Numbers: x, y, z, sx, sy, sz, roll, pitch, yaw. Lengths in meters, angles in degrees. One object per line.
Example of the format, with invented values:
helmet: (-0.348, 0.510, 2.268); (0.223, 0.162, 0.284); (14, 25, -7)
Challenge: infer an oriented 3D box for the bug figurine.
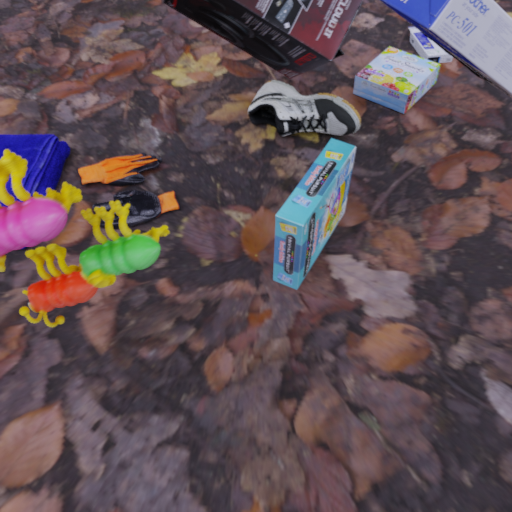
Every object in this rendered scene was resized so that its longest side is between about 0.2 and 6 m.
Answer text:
bug figurine: (-2.229, -0.003, 5.403); (2.233, 2.880, 0.741); (-17, 68, 24)

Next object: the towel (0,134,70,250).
towel: (-4.609, -1.281, 10.016); (1.920, 0.644, 2.601); (4, 50, 2)

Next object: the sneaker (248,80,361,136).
sneaker: (0.903, -2.716, 11.204); (2.358, 0.892, 1.034); (22, 60, 29)

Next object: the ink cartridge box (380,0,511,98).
ink cartridge box: (2.759, -2.816, 7.131); (2.950, 0.652, 1.387); (11, 34, -42)

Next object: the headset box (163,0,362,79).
headset box: (0.125, -4.070, 9.108); (2.969, 1.146, 2.209); (27, 3, -17)

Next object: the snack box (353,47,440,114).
snack box: (3.088, -3.896, 12.322); (1.304, 0.523, 1.546); (29, 54, 23)

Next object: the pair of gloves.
pair of gloves: (-2.341, -1.223, 10.262); (1.600, 0.222, 1.796); (-16, 54, -15)

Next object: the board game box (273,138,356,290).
board game box: (0.931, -0.670, 8.942); (0.466, 1.501, 1.988); (22, 53, 18)

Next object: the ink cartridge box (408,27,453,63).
ink cartridge box: (4.181, -5.110, 13.528); (0.669, 0.264, 1.346); (-8, 52, -6)
